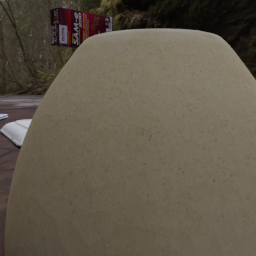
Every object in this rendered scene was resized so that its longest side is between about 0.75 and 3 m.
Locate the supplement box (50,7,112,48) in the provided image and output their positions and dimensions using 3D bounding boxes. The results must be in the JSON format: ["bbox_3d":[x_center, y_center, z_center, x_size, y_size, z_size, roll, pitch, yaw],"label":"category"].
[{"bbox_3d":[-1.474,-3.158,9.099,2.012,1.095,0.612,-8,14,-40],"label":"supplement box"}]

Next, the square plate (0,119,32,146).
[{"bbox_3d":[-1.736,0.001,7.107,2.487,0.357,2.511,-6,10,-32],"label":"square plate"}]

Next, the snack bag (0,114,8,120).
[{"bbox_3d":[-5.411,-0.396,10.539,1.466,0.157,1.382,-1,8,-12],"label":"snack bag"}]

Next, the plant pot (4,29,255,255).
[{"bbox_3d":[0.202,0.081,2.321,2.315,1.554,2.315,1,8,0],"label":"plant pot"}]
